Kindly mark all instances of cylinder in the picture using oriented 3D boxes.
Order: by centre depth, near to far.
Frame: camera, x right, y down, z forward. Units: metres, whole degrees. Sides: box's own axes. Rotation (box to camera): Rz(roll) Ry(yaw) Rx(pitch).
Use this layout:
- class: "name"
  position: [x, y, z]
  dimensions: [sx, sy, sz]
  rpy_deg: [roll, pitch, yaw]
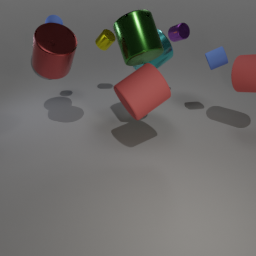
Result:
- class: "cylinder"
  position: [0.468, -1.201, 9.335]
  dimensions: [1.400, 1.400, 1.400]
  rpy_deg: [-36, 39, -5]
- class: "cylinder"
  position: [0.356, -3.037, 9.571]
  dimensions: [1.400, 1.400, 1.400]
  rpy_deg: [-18, -3, -1]
- class: "cylinder"
  position: [-2.587, -2.655, 9.772]
  dimensions: [1.400, 1.400, 1.400]
  rpy_deg: [9, 62, -18]
- class: "cylinder"
  position: [4.788, -2.015, 10.375]
  dimensions: [1.400, 1.400, 1.400]
  rpy_deg: [10, 30, 43]
- class: "cylinder"
  position: [3.483, -2.742, 11.021]
  dimensions: [0.700, 0.700, 0.700]
  rpy_deg: [-21, 27, 18]
- class: "cylinder"
  position: [0.860, -3.024, 11.286]
  dimensions: [1.400, 1.400, 1.400]
  rpy_deg: [-38, 41, -7]
- class: "cylinder"
  position: [2.250, -4.225, 12.398]
  dimensions: [0.700, 0.700, 0.700]
  rpy_deg: [-18, 13, -26]
- class: "cylinder"
  position: [-1.044, -4.069, 12.947]
  dimensions: [0.700, 0.700, 0.700]
  rpy_deg: [21, 52, -30]

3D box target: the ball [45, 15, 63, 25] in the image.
- class: "ball"
  position: [-2.948, -4.147, 11.183]
  dimensions: [0.700, 0.700, 0.700]
  rpy_deg: [0, 32, 0]

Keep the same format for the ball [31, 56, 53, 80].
- class: "ball"
  position: [-3.259, -2.688, 11.496]
  dimensions: [1.400, 1.400, 1.400]
  rpy_deg: [0, 32, 0]
